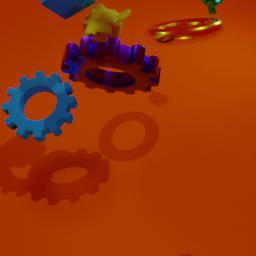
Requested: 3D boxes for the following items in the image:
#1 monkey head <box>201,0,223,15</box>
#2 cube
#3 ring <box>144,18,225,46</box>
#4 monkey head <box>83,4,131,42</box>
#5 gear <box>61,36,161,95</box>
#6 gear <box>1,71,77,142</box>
[{"bbox_3d":[2.458,-3.683,7.977,1.040,0.748,0.627,29,82,31],"label":"monkey head"},{"bbox_3d":[-1.326,-2.971,5.856,0.850,0.850,0.850,-20,82,21],"label":"cube"},{"bbox_3d":[1.359,-2.395,6.916,1.940,0.388,1.940,-7,25,3],"label":"ring"},{"bbox_3d":[-0.534,-2.043,5.897,0.791,1.313,0.945,24,51,-26],"label":"monkey head"},{"bbox_3d":[-0.357,-1.250,6.028,2.074,2.074,0.384,6,79,5],"label":"gear"},{"bbox_3d":[-2.104,-0.536,6.702,1.708,0.316,1.708,-1,70,3],"label":"gear"}]
